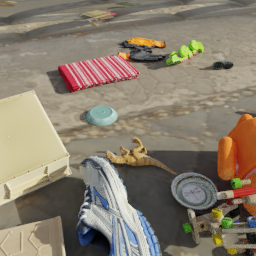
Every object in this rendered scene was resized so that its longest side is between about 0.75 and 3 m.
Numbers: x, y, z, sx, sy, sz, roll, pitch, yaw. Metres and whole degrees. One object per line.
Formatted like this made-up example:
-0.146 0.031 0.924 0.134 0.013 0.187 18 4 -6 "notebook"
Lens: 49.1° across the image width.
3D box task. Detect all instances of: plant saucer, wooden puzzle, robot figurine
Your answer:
1.560 1.540 6.645 1.085 0.272 1.085 0 38 0 "plant saucer"
-0.882 -0.457 9.286 1.062 0.191 1.062 0 38 0 "plant saucer"
-1.951 2.508 5.383 1.502 0.348 1.391 -14 39 -10 "wooden puzzle"
3.160 0.890 6.356 1.689 2.083 2.896 -34 30 25 "robot figurine"

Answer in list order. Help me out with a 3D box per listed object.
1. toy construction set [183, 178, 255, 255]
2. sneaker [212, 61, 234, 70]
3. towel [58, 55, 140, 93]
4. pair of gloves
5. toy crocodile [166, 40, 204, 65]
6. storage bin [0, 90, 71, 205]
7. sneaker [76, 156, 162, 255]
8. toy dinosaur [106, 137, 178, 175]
1.751 1.769 5.361 1.299 1.691 1.410 -8 32 -1 "toy construction set"
4.076 -2.734 12.141 0.984 0.371 0.390 -1 27 -15 "sneaker"
-1.261 -2.320 11.573 2.933 0.330 2.121 -16 40 -20 "towel"
0.714 -3.818 13.518 2.241 0.311 2.515 5 39 6 "pair of gloves"
2.567 -3.339 12.632 2.346 0.724 0.792 -37 11 -36 "toy crocodile"
-2.856 0.464 6.849 2.195 1.036 2.211 -22 65 -26 "storage bin"
-0.567 1.705 5.793 1.263 1.142 2.965 -22 42 -19 "sneaker"
0.340 0.819 7.524 1.882 0.569 1.000 8 50 -2 "toy dinosaur"
